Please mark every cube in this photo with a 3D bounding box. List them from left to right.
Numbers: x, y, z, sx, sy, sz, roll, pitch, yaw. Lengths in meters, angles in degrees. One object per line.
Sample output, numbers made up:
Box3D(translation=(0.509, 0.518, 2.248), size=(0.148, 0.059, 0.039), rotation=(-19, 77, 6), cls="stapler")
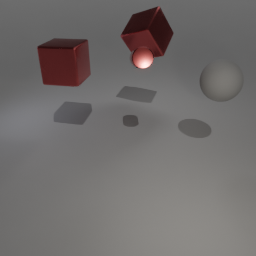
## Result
Box3D(translation=(-2.292, -2.437, 10.317), size=(1.400, 1.400, 1.400), rotation=(5, 30, 11), cls="cube")
Box3D(translation=(0.810, -3.844, 11.536), size=(1.400, 1.400, 1.400), rotation=(1, 56, 40), cls="cube")

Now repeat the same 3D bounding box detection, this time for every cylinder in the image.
Box3D(translation=(0.439, -2.300, 9.191), size=(0.700, 0.700, 0.700), rotation=(-3, 14, -5), cls="cylinder")

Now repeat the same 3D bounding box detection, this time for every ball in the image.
Box3D(translation=(3.108, -1.575, 9.333), size=(1.400, 1.400, 1.400), rotation=(0, 31, 0), cls="ball")
